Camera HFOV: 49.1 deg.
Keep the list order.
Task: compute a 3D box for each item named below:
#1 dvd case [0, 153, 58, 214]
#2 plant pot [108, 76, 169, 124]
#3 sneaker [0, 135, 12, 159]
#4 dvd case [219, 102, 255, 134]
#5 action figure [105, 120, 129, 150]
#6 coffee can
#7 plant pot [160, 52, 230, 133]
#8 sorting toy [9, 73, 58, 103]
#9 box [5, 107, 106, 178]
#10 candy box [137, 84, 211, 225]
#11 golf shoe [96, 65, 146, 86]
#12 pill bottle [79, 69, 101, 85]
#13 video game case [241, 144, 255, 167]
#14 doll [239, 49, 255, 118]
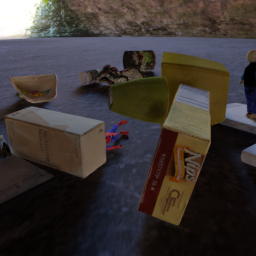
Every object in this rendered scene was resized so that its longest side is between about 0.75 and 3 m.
[{"bbox_3d":[-2.756,1.014,5.642,2.258,0.198,1.611,17,26,36],"label":"dvd case"},{"bbox_3d":[0.151,-0.578,5.630,1.041,0.974,0.974,1,21,-15],"label":"plant pot"},{"bbox_3d":[-2.939,0.501,6.360,0.424,0.369,0.942,-29,27,-17],"label":"sneaker"},{"bbox_3d":[3.640,-0.378,8.641,1.992,0.245,2.792,-11,17,-24],"label":"dvd case"},{"bbox_3d":[-0.295,0.218,7.196,0.772,0.509,1.560,2,19,33],"label":"action figure"},{"bbox_3d":[0.676,-4.034,16.835,1.702,1.245,1.245,-8,23,-19],"label":"coffee can"},{"bbox_3d":[1.891,-1.089,8.233,1.805,2.047,2.047,1,24,8],"label":"plant pot"},{"bbox_3d":[-3.541,-1.423,10.951,1.822,0.973,1.640,-10,32,-26],"label":"sorting toy"},{"bbox_3d":[-1.656,0.252,6.430,2.243,1.065,0.872,11,25,28],"label":"box"},{"bbox_3d":[0.999,0.279,5.444,0.772,1.611,2.792,18,25,8],"label":"candy box"},{"bbox_3d":[-0.327,-2.344,13.444,2.476,0.956,1.090,11,45,28],"label":"golf shoe"},{"bbox_3d":[-1.819,-2.582,14.011,0.671,0.671,1.180,15,27,34],"label":"pill bottle"},{"bbox_3d":[4.461,0.710,6.163,2.569,0.334,2.822,-16,26,-36],"label":"video game case"},{"bbox_3d":[3.464,-1.233,7.793,0.445,1.836,1.253,-6,11,-2],"label":"doll"}]
